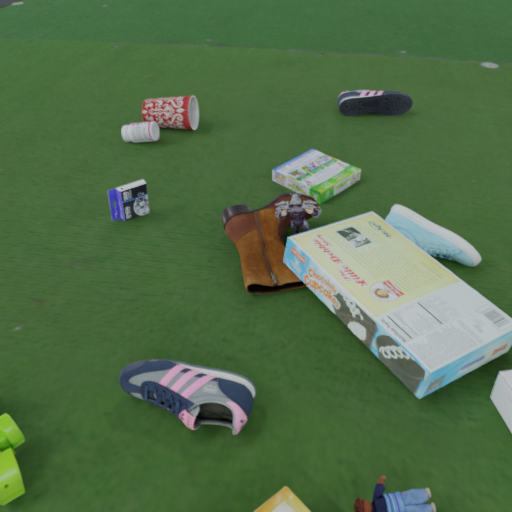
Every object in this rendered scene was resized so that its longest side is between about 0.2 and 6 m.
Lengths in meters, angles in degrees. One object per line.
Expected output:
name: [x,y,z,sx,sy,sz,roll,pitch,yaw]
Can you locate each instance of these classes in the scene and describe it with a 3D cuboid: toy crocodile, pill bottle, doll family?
toy crocodile: [-3.615,2.288,7.208,2.222,0.686,0.750,25,46,35]
pill bottle: [-2.921,-3.115,14.129,0.852,0.483,0.483,-1,37,15]
doll family: [1.606,3.193,6.074,0.906,0.615,1.568,-7,33,-2]

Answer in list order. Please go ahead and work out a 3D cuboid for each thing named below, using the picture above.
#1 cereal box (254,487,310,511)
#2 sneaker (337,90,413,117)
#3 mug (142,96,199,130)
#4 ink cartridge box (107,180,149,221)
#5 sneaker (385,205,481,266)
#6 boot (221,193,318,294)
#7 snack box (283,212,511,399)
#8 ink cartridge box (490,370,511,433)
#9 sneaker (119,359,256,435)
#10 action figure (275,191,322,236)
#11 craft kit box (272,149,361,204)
cereal box: [0.479,3.902,5.105,2.135,0.586,2.967,-26,45,-30]
sneaker: [3.285,-4.369,15.591,2.043,0.717,0.838,0,41,-1]
mug: [-2.237,-3.713,14.863,1.315,1.167,0.877,2,74,10]
ink cartridge box: [-2.573,-1.089,11.343,0.784,0.777,0.170,-21,48,-24]
sneaker: [3.194,-0.186,10.458,1.876,0.693,0.769,33,86,23]
boot: [0.514,-0.280,10.393,2.003,0.729,2.128,-5,42,-18]
snack box: [2.205,0.574,9.114,1.978,0.632,3.405,-17,44,-28]
ink cartridge box: [4.056,2.026,7.521,1.383,0.573,1.015,-5,38,-7]
sneaker: [-1.007,1.919,7.577,1.933,0.678,0.793,5,35,8]
action figure: [0.784,-0.629,10.296,0.848,1.304,0.452,5,39,23]
craft kit box: [1.364,-1.835,12.683,1.434,0.352,1.452,29,47,36]
